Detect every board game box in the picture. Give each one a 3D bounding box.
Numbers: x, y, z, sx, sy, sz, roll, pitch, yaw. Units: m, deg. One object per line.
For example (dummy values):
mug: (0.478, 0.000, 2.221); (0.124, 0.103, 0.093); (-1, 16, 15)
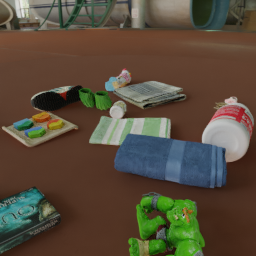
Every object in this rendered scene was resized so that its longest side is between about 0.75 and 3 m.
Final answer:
board game box: (-2.524, 1.931, 5.689); (1.918, 0.270, 1.297); (-20, 31, -36)

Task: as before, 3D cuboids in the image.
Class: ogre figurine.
ogre figurine: (0.724, 1.891, 5.094); (1.180, 0.965, 1.968); (-13, 7, 14)

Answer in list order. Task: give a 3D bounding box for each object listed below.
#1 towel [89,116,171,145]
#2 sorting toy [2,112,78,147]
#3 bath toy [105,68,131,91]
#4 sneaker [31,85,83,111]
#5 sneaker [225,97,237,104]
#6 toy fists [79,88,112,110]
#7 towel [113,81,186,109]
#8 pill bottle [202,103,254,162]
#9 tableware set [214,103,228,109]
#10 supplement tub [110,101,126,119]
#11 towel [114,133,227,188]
towel: (0.168, 0.073, 9.698); (2.590, 0.303, 1.975); (3, 26, 7)
sorting toy: (-3.106, -0.071, 9.920); (1.886, 0.372, 2.038); (22, 33, 40)
bath toy: (-0.381, -2.593, 14.890); (0.969, 0.823, 2.227); (9, 26, 19)
sneaker: (-3.143, -1.279, 12.256); (2.455, 0.864, 1.148); (-23, 15, -36)
sneaker: (4.606, -1.248, 12.456); (0.293, 0.406, 0.777); (-7, 25, -11)
toy fists: (-1.372, -1.215, 11.872); (1.532, 0.781, 0.527); (12, 41, 24)
towel: (1.022, -1.701, 13.357); (2.617, 0.469, 2.718); (-15, 29, -30)
pill bottle: (3.170, 0.008, 8.674); (1.268, 1.268, 2.260); (12, 28, 24)
tableware set: (4.316, -0.907, 11.909); (0.758, 0.230, 1.147); (-20, 32, -37)
supplement tub: (-0.371, -0.729, 11.126); (0.558, 0.558, 0.769); (4, 25, 9)
towel: (1.148, 0.880, 7.489); (2.835, 0.688, 1.583); (8, 27, 15)
